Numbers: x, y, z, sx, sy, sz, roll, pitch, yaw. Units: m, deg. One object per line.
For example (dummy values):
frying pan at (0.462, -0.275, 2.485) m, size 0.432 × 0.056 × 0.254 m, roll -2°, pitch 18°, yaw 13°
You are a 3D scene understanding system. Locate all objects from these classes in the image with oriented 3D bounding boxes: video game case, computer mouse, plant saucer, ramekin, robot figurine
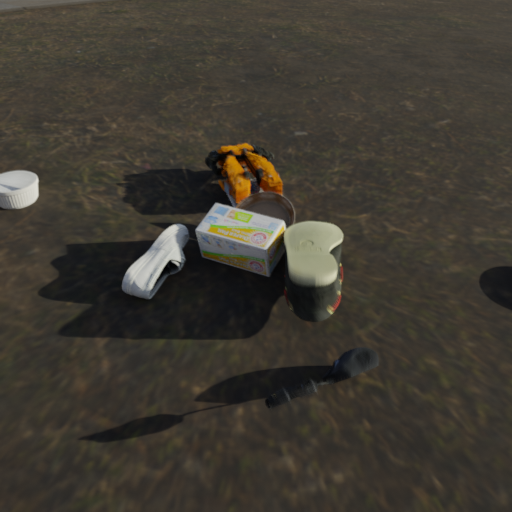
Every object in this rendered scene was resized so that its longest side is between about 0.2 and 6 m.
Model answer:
video game case at (-0.055, -1.518, 13.785) m, size 1.253 × 0.152 × 1.376 m, roll -9°, pitch 37°, yaw -13°
computer mouse at (0.996, 1.746, 8.267) m, size 2.239 × 0.656 × 0.381 m, roll -10°, pitch 73°, yaw -41°
plant saucer at (0.146, -0.737, 12.146) m, size 1.444 × 0.232 × 1.444 m, roll -7°, pitch 59°, yaw 11°
ramekin at (-5.826, -1.569, 13.515) m, size 1.153 × 0.537 × 1.153 m, roll 0°, pitch 34°, yaw 0°
robot figurine at (-0.298, -2.089, 13.910) m, size 1.728 × 0.694 × 2.384 m, roll -10°, pitch 36°, yaw -14°

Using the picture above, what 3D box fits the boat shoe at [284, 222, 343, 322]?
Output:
boat shoe at (1.063, 0.144, 10.634) m, size 1.144 × 0.980 × 3.127 m, roll 3°, pitch 24°, yaw 6°

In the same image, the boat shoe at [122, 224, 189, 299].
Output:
boat shoe at (-1.785, 0.107, 10.988) m, size 0.694 × 0.729 × 2.025 m, roll 24°, pitch 39°, yaw 13°

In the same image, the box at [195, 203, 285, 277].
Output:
box at (-0.285, -0.331, 11.324) m, size 1.595 × 0.808 × 0.897 m, roll 15°, pitch 51°, yaw 21°
